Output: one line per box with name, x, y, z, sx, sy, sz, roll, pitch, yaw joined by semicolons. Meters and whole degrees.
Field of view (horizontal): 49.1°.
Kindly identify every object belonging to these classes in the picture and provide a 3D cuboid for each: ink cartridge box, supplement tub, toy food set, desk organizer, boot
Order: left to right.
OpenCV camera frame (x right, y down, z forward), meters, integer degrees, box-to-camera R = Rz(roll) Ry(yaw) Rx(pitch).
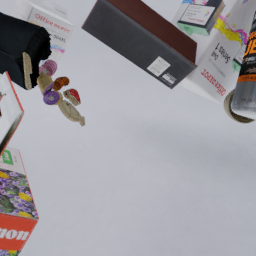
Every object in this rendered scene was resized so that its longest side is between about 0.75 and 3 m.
ink cartridge box;-1.341;0.722;2.583;0.577;2.293;1.249;26;9;-35
boot;-2.558;-2.320;5.723;2.241;2.667;1.019;23;27;12
ink cartridge box;-2.520;-2.552;7.776;1.299;2.021;1.266;12;26;-43
toy food set;-1.347;-0.801;5.600;0.273;1.735;1.103;-22;64;17
desk organizer;0.285;-1.666;5.076;2.018;0.724;0.777;31;48;-17
ink cartridge box;2.090;-2.235;6.379;1.224;2.914;2.110;37;12;34
supplement tub;2.940;-1.348;5.067;1.560;2.547;1.560;13;4;-1

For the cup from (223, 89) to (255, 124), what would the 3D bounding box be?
cup;2.477;-0.535;6.261;0.831;0.831;0.595;-6;8;-8
